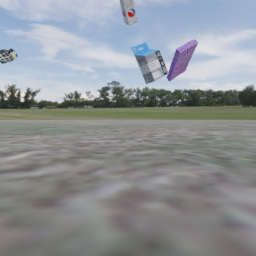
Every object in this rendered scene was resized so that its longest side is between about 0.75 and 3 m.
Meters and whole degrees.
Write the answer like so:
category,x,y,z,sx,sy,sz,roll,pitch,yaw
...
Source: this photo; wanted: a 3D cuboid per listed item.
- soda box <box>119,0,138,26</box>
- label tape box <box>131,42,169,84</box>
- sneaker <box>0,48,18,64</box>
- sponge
category,x,y,z,sx,sy,sz,roll,pitch,yaw
soda box,-0.006,-4.166,9.551,0.412,1.209,0.385,-26,43,-10
label tape box,0.545,-1.628,6.805,0.299,0.946,0.682,-14,14,44
sneaker,-3.437,-1.952,7.882,0.410,0.399,1.030,-37,14,11
sponge,1.937,-2.426,10.186,0.894,0.239,1.602,-33,-20,-21
